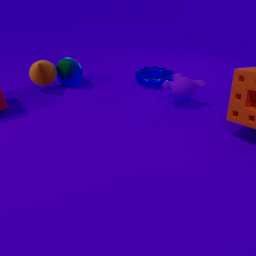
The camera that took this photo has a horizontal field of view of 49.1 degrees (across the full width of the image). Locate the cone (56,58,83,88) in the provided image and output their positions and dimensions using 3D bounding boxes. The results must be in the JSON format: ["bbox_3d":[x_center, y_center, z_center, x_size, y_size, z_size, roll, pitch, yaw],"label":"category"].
[{"bbox_3d":[-1.809,-1.998,9.797,1.014,1.014,1.018,11,23,16],"label":"cone"}]

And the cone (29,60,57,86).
[{"bbox_3d":[-2.741,-1.877,8.834,0.878,0.878,0.882,-6,-7,-9],"label":"cone"}]

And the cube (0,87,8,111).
[{"bbox_3d":[-4.335,-1.100,7.853,1.268,1.268,1.268,-24,36,-24],"label":"cube"}]

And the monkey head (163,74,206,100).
[{"bbox_3d":[1.607,-1.318,8.417,1.292,0.779,0.930,-3,74,-6],"label":"monkey head"}]

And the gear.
[{"bbox_3d":[0.977,-1.823,9.951,1.409,0.261,1.409,2,33,-1],"label":"gear"}]

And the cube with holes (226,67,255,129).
[{"bbox_3d":[3.398,-0.727,6.753,1.285,1.285,1.285,-12,24,-36],"label":"cube with holes"}]
